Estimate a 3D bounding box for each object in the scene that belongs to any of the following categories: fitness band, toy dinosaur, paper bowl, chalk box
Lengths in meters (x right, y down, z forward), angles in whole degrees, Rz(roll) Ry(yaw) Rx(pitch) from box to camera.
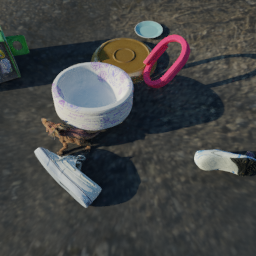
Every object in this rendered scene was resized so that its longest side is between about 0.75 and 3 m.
[{"bbox_3d":[1.311,-2.343,9.944,2.010,0.376,1.443,-49,48,16],"label":"fitness band"},{"bbox_3d":[-1.694,0.197,8.489,1.760,1.193,0.755,-3,55,-3],"label":"toy dinosaur"},{"bbox_3d":[-1.104,-0.917,9.065,2.516,1.309,2.516,2,46,-3],"label":"paper bowl"},{"bbox_3d":[-5.146,-2.759,10.230,2.850,1.773,1.764,-23,58,-17],"label":"chalk box"}]

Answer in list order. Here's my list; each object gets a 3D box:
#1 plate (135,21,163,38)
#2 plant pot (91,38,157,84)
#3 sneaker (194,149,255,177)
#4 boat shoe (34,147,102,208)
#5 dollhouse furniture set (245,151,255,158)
[{"bbox_3d":[0.905,-4.276,12.280,1.220,0.156,1.220,0,55,-1],"label":"plate"},{"bbox_3d":[-0.164,-2.777,11.103,2.628,0.361,2.628,0,55,1],"label":"plant pot"},{"bbox_3d":[2.937,0.964,8.308,1.938,0.696,0.702,8,27,-3],"label":"sneaker"},{"bbox_3d":[-1.636,1.157,8.030,2.284,0.844,0.974,37,63,21],"label":"boat shoe"},{"bbox_3d":[4.366,0.608,8.325,1.094,0.980,1.381,39,63,24],"label":"dollhouse furniture set"}]
